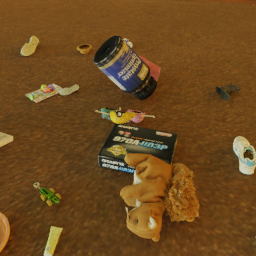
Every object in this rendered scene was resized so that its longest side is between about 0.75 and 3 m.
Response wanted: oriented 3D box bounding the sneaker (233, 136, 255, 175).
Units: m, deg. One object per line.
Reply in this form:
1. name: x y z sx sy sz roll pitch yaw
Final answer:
1. sneaker: 4.045 0.789 9.590 0.626 0.661 1.637 2 38 4

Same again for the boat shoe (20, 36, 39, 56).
1. boat shoe: -5.847 -4.715 16.490 0.607 0.645 1.796 -23 36 31

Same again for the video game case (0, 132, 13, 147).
1. video game case: -5.661 0.321 9.993 2.387 0.215 1.710 16 22 14

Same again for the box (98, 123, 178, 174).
1. box: 0.395 0.758 9.703 2.381 0.548 1.893 11 41 13

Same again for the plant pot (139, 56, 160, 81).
1. plant pot: 0.894 -2.683 13.491 1.142 1.275 1.275 17 40 -4

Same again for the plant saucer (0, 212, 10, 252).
1. plant saucer: -3.926 2.905 7.288 1.661 0.311 1.661 0 39 0

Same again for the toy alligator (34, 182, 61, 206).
1. toy alligator: -2.415 2.007 8.419 1.200 0.288 0.398 27 47 36

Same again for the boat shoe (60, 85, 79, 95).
1. boat shoe: -2.733 -1.744 13.028 0.920 0.331 0.311 -22 8 -16

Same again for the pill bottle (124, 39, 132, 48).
1. pill bottle: -0.063 -5.116 16.962 0.440 0.440 0.760 -14 41 -16

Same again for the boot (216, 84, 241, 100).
1. boot: 4.705 -1.713 12.841 1.021 0.406 1.173 -9 38 -9

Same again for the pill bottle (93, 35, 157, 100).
1. pill bottle: -0.014 -2.414 11.765 1.517 2.713 1.517 -30 39 28

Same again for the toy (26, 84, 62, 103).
1. toy: -3.825 -1.742 12.907 0.899 0.369 1.562 30 48 31

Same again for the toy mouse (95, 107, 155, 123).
1. toy mouse: -0.218 -0.501 11.110 2.366 0.458 2.103 4 9 -12

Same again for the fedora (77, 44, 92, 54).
1. fedora: -2.533 -4.601 16.395 0.886 0.362 0.886 -2 41 1

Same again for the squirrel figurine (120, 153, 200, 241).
1. squirrel figurine: 0.875 1.943 7.602 2.174 1.538 2.029 1 46 6

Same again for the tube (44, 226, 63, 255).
1. tube: -1.967 2.959 7.331 0.214 0.239 0.824 -30 29 24
